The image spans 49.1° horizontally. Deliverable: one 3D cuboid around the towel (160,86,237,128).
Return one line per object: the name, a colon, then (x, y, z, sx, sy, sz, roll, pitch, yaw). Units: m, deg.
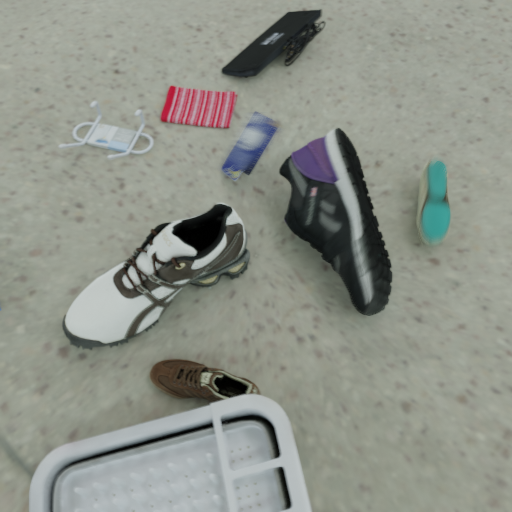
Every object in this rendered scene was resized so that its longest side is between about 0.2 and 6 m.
towel: (-1.303, -3.395, 12.725, 1.604, 0.180, 1.160, 7, 57, 4)

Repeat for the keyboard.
keyboard: (0.592, -5.112, 13.820, 1.567, 0.596, 3.010, 17, 56, 39)

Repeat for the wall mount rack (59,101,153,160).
wall mount rack: (-3.197, -2.511, 11.818, 1.852, 0.691, 1.609, 13, 57, 10)

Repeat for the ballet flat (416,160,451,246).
ballet flat: (3.418, -0.958, 10.844, 0.640, 0.591, 1.896, 14, 66, 0)

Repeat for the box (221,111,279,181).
box: (-0.145, -2.174, 11.261, 1.393, 0.226, 0.844, -57, 35, 9)

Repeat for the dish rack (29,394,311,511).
dish rack: (-1.041, 3.715, 7.193, 3.672, 0.800, 3.152, -16, 60, 3)

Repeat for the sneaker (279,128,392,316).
sneaker: (1.380, -0.474, 10.284, 1.535, 1.328, 3.506, -22, 66, 26)

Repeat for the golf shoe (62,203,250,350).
golf shoe: (-1.752, 0.184, 9.431, 3.539, 1.672, 1.376, -32, 63, -18)

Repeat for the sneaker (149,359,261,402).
sneaker: (-0.810, 1.930, 8.810, 1.857, 0.701, 0.654, 12, 57, 8)
